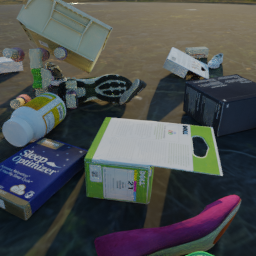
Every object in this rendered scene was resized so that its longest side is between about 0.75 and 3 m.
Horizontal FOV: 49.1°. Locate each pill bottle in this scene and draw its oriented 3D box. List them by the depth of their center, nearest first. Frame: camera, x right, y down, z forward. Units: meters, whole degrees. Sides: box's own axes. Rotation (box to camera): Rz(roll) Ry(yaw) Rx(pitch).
[{"bbox_3d":[-2.543,-0.232,7.677,0.993,0.993,1.789,8,28,14],"label":"pill bottle"}]

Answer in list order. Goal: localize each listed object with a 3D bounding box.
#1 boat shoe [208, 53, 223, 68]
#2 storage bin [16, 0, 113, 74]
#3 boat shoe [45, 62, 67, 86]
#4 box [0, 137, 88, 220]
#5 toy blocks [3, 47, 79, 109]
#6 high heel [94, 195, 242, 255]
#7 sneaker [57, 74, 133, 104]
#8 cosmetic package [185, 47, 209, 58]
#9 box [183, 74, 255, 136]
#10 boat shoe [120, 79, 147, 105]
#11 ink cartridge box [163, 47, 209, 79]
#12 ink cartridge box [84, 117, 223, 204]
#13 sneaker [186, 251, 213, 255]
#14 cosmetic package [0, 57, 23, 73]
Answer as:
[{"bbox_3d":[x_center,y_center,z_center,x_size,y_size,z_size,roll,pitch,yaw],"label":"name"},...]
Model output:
[{"bbox_3d":[4.326,-3.355,13.807,0.545,0.495,1.482,19,34,21],"label":"boat shoe"},{"bbox_3d":[-2.153,-3.190,9.771,2.666,1.259,2.686,26,-2,-11],"label":"storage bin"},{"bbox_3d":[-3.162,-2.328,11.812,0.700,0.689,1.942,-19,34,-30],"label":"boat shoe"},{"bbox_3d":[-1.962,0.884,6.384,1.506,0.403,2.486,14,31,24],"label":"box"},{"bbox_3d":[-2.689,-1.674,9.353,2.182,2.039,1.836,-3,11,0],"label":"toy blocks"},{"bbox_3d":[0.743,1.564,4.590,2.548,0.859,1.225,-25,48,-32],"label":"high heel"},{"bbox_3d":[-1.153,-1.482,10.134,2.718,1.045,1.204,-3,18,-12],"label":"sneaker"},{"bbox_3d":[3.718,-4.079,15.162,1.119,0.488,0.578,-6,29,-10],"label":"cosmetic package"},{"bbox_3d":[3.085,-0.784,8.643,2.060,1.073,1.876,-11,29,-18],"label":"box"},{"bbox_3d":[0.153,-1.124,9.228,0.364,1.279,0.428,15,54,-27],"label":"boat shoe"},{"bbox_3d":[2.738,-2.870,13.018,2.006,0.503,2.311,28,31,-1],"label":"ink cartridge box"},{"bbox_3d":[0.557,0.683,6.140,2.588,0.980,1.913,6,29,7],"label":"ink cartridge box"},{"bbox_3d":[0.739,2.267,3.419,2.892,1.071,1.209,1,20,-13],"label":"sneaker"},{"bbox_3d":[-6.039,-2.865,12.913,2.173,0.550,0.897,-12,31,-21],"label":"cosmetic package"}]
